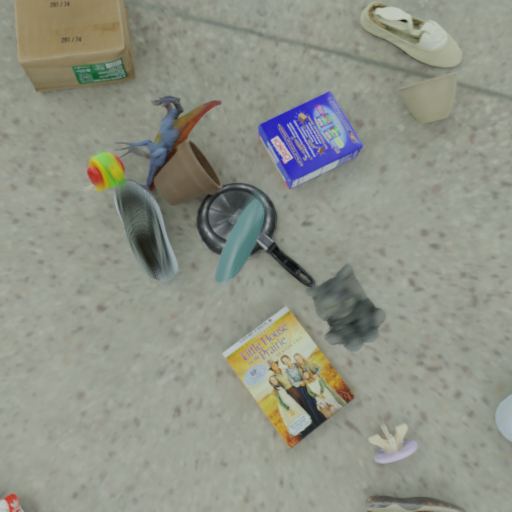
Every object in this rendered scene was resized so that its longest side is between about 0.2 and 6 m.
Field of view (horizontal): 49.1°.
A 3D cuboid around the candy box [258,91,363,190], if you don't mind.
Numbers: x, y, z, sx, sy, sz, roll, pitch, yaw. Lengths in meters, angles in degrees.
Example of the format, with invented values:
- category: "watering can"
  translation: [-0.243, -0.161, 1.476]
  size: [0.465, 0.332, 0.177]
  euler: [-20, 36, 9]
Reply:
- category: "candy box"
  translation: [1.127, -2.457, 11.965]
  size: [1.744, 0.672, 1.475]
  euler: [-26, 78, -8]

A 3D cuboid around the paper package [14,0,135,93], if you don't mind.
- category: "paper package"
  translation: [-3.993, -4.919, 12.349]
  size: [2.303, 1.192, 2.195]
  euler: [-9, 75, -3]

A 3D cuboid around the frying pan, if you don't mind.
- category: "frying pan"
  translation: [-0.167, -0.293, 11.561]
  size: [1.726, 0.464, 2.853]
  euler: [-26, 73, -6]

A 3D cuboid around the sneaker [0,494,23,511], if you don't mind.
- category: "sneaker"
  translation: [-4.332, 4.941, 9.905]
  size: [2.472, 0.870, 1.156]
  euler: [17, 81, 7]

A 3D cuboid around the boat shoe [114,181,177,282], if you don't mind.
- category: "boat shoe"
  translation: [-2.172, -0.526, 10.924]
  size: [0.785, 0.773, 2.179]
  euler: [-29, 84, 5]

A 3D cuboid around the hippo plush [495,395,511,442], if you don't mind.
- category: "hippo plush"
  translation: [5.564, 2.920, 9.807]
  size: [2.658, 2.117, 2.137]
  euler: [-42, 80, -9]

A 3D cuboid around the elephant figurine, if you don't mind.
- category: "elephant figurine"
  translation: [1.386, 0.709, 9.233]
  size: [1.273, 1.640, 1.161]
  euler: [14, 60, 49]

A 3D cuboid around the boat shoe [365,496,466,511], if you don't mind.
- category: "boat shoe"
  translation: [2.881, 4.745, 10.117]
  size: [1.797, 0.680, 0.645]
  euler: [0, 79, 9]

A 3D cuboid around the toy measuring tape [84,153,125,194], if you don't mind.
- category: "toy measuring tape"
  translation: [-3.061, -1.619, 10.916]
  size: [0.697, 1.894, 0.697]
  euler: [0, 90, -35]

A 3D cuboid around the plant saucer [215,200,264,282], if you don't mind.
- category: "plant saucer"
  translation: [-0.243, -0.220, 9.874]
  size: [0.221, 1.613, 1.613]
  euler: [27, 77, 9]

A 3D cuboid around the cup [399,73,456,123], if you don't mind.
- category: "cup"
  translation: [3.754, -3.350, 12.061]
  size: [1.190, 1.190, 0.851]
  euler: [-17, 104, -4]

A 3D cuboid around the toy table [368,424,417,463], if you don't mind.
- category: "toy table"
  translation: [2.530, 3.471, 10.430]
  size: [0.818, 0.752, 0.479]
  euler: [-22, 93, -11]

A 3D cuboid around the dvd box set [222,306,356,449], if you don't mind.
- category: "dvd box set"
  translation: [0.620, 2.318, 10.882]
  size: [1.624, 0.326, 2.220]
  euler: [-35, 78, -10]

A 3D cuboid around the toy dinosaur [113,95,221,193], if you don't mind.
- category: "toy dinosaur"
  translation: [-1.888, -2.162, 11.506]
  size: [2.263, 1.188, 2.053]
  euler: [2, 114, -4]

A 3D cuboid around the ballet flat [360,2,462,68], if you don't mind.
- category: "ballet flat"
  translation: [3.511, -5.018, 12.567]
  size: [2.507, 0.871, 0.871]
  euler: [26, 77, 6]

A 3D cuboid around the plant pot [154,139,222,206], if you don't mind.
- category: "plant pot"
  translation: [-1.477, -1.602, 11.528]
  size: [1.084, 1.243, 1.243]
  euler: [-33, 77, 11]
